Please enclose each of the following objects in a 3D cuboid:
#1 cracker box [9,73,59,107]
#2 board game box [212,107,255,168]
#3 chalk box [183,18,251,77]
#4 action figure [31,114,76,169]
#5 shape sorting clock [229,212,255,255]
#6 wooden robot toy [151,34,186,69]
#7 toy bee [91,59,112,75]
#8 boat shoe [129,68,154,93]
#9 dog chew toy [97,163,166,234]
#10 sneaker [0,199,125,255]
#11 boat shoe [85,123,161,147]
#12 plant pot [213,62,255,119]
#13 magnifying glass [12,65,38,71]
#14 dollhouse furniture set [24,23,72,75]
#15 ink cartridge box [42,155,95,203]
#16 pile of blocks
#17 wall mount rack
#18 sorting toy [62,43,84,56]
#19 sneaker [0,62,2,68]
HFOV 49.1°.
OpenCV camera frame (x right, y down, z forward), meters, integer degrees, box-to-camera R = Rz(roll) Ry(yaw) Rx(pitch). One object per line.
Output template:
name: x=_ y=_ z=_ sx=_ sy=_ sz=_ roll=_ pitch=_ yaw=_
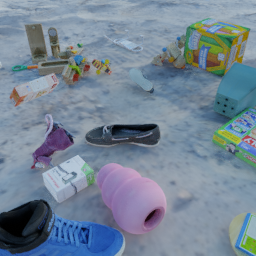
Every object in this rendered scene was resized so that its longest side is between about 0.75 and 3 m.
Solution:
cracker box: x=-3.039 y=-1.234 z=9.093 sx=1.399 sy=0.404 sz=0.937 roll=-31 pitch=4 yaw=-33
board game box: x=4.196 y=0.544 z=7.917 sx=1.967 sy=0.426 sz=2.923 roll=-29 pitch=47 yaw=-31
chalk box: x=3.487 y=-3.616 z=12.060 sx=2.649 sy=1.654 sz=1.642 roll=30 pitch=47 yaw=33
action figure: x=-2.119 y=0.544 z=7.419 sx=1.431 sy=1.066 sz=0.959 roll=-46 pitch=40 yaw=-3
shape sorting clock: x=2.783 y=2.383 z=5.765 sx=1.429 sy=0.280 sz=1.429 roll=4 pitch=37 yaw=-3
wooden robot toy: x=2.009 y=-3.018 z=12.144 sx=1.183 sy=1.149 sz=2.607 roll=47 pitch=49 yaw=-1
toy bee: x=-0.936 y=-2.516 z=11.525 sx=1.146 sy=0.750 sz=0.623 roll=-20 pitch=66 yaw=-38
boat shoe: x=0.523 y=-1.787 z=10.586 sx=0.491 sy=0.405 sz=1.311 roll=-48 pitch=59 yaw=1
dog chew toy: x=-0.045 y=1.455 z=6.306 sx=1.191 sy=1.191 sz=1.912 roll=-25 pitch=38 yaw=-28
sneaker: x=-1.307 y=2.028 z=5.320 sx=2.501 sy=1.391 sz=0.960 roll=0 pitch=39 yaw=0
boat shoe: x=-0.157 y=0.114 z=8.261 sx=2.248 sy=0.641 sz=0.752 roll=2 pitch=39 yaw=2
plant pot: x=3.667 y=-1.176 z=9.454 sx=1.220 sy=1.219 sz=1.726 roll=29 pitch=51 yaw=31
magnifying glass: x=-4.421 y=-2.594 z=12.004 sx=1.079 sy=0.121 sz=0.429 roll=-5 pitch=39 yaw=-7
dollhouse furniture set: x=-3.342 y=-3.406 z=11.872 sx=1.782 sy=1.527 sz=1.874 roll=-8 pitch=40 yaw=-10
ink cartridge box: x=-1.480 y=1.256 z=7.022 sx=1.049 sy=0.441 sz=0.763 roll=-28 pitch=47 yaw=-30
pile of blocks: x=-1.937 y=-2.478 z=11.296 sx=0.630 sy=0.832 sz=2.027 roll=10 pitch=40 yaw=12
wall mount rack: x=-0.197 y=-4.198 z=13.514 sx=1.603 sy=0.688 sz=1.845 roll=-31 pitch=48 yaw=-32
sorting toy: x=-2.607 y=-3.824 z=13.454 sx=0.894 sy=0.178 sz=1.210 roll=8 pitch=40 yaw=10
sneaker: x=-5.767 y=-2.002 z=10.950 sx=1.022 sy=0.768 sz=2.052 roll=38 pitch=52 yaw=15
